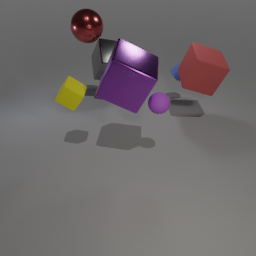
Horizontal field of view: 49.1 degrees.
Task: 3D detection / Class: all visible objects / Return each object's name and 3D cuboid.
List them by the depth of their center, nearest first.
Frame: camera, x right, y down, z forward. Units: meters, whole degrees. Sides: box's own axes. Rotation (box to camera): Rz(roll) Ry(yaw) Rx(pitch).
[{"bbox_3d":[-0.007,-1.577,8.530,1.400,1.400,1.400,23,40,-12],"label":"cube"},{"bbox_3d":[0.983,-0.788,8.890,0.700,0.700,0.700,0,31,0],"label":"ball"},{"bbox_3d":[-1.852,-1.124,9.136,0.700,0.700,0.700,30,32,-19],"label":"cube"},{"bbox_3d":[3.038,-2.399,11.467,1.400,1.400,1.400,13,43,-13],"label":"cube"},{"bbox_3d":[-1.756,-4.363,12.009,1.400,1.400,1.400,0,31,0],"label":"ball"},{"bbox_3d":[-0.853,-3.206,13.393,1.400,1.400,1.400,1,67,-23],"label":"cube"},{"bbox_3d":[2.514,-2.720,13.402,0.700,0.700,0.700,-35,18,28],"label":"cylinder"}]
